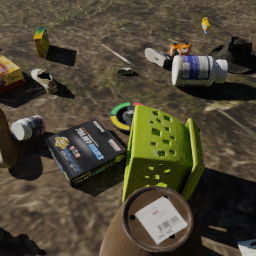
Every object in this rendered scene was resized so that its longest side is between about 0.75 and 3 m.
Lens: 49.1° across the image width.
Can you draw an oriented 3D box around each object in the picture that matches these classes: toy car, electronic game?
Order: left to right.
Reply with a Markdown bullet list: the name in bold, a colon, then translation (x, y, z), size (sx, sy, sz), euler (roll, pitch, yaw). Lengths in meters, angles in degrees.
- **electronic game**: translation (0.124, -0.438, 10.678), size (1.676, 0.349, 1.676), euler (-1, 44, 1)
- **toy car**: translation (2.887, -4.171, 13.423), size (1.144, 2.332, 0.776), euler (6, 54, -19)

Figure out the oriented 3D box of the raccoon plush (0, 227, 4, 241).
- **raccoon plush**: translation (-3.570, 2.724, 6.993), size (0.640, 0.887, 1.324), euler (-9, 45, -9)

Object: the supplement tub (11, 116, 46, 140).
- **supplement tub**: translation (-3.442, -0.005, 9.760), size (0.709, 0.709, 1.011), euler (23, 24, 22)

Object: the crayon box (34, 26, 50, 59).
- **crayon box**: translation (-4.394, -4.346, 14.267), size (0.412, 1.030, 1.623), euler (-3, 43, -2)

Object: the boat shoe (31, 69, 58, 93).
- **boat shoe**: translation (-3.709, -2.247, 12.360), size (0.696, 0.637, 1.863), euler (-32, 52, -29)

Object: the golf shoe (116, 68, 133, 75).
- **golf shoe**: translation (-0.163, -2.676, 13.129), size (0.797, 0.312, 0.387), euler (2, 24, -4)

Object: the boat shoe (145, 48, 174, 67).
- **boat shoe**: translation (1.556, -3.482, 13.801), size (0.730, 0.588, 1.574), euler (-15, 46, -35)

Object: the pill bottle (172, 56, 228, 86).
- **pill bottle**: translation (3.069, -2.450, 12.094), size (2.168, 1.298, 1.298), euler (1, 44, 0)

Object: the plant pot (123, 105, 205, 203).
- **plant pot**: translation (0.981, 0.871, 8.101), size (1.970, 2.171, 2.160), euler (8, 43, -1)

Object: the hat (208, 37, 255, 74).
- **hat**: translation (5.313, -3.798, 13.668), size (2.719, 1.097, 2.719), euler (1, 44, -1)

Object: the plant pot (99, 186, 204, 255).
- **plant pot**: translation (0.533, 2.531, 5.851), size (2.574, 2.754, 2.574), euler (0, 44, 0)

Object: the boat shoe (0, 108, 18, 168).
- **boat shoe**: translation (-4.508, 0.368, 9.507), size (0.891, 0.950, 2.577), euler (-32, 59, 6)

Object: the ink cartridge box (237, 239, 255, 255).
- **ink cartridge box**: translation (3.271, 3.206, 6.998), size (0.895, 0.195, 0.777), euler (-6, 43, -6)

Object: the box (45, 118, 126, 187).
- **box**: translation (-1.437, 0.710, 9.395), size (2.030, 0.508, 2.045), euler (-25, 49, -23)

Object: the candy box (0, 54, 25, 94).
- **candy box**: translation (-6.252, -2.590, 12.580), size (2.976, 0.840, 1.736), euler (35, 53, 29)
